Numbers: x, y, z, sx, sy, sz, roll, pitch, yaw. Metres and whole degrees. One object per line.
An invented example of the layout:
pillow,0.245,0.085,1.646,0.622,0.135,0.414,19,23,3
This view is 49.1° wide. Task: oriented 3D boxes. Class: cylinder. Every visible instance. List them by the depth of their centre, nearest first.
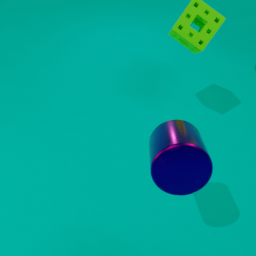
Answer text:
cylinder,0.677,0.376,3.785,0.769,0.769,0.769,2,25,2

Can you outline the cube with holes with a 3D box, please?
cube with holes,1.440,-2.170,6.017,0.779,0.779,0.779,35,10,-4
